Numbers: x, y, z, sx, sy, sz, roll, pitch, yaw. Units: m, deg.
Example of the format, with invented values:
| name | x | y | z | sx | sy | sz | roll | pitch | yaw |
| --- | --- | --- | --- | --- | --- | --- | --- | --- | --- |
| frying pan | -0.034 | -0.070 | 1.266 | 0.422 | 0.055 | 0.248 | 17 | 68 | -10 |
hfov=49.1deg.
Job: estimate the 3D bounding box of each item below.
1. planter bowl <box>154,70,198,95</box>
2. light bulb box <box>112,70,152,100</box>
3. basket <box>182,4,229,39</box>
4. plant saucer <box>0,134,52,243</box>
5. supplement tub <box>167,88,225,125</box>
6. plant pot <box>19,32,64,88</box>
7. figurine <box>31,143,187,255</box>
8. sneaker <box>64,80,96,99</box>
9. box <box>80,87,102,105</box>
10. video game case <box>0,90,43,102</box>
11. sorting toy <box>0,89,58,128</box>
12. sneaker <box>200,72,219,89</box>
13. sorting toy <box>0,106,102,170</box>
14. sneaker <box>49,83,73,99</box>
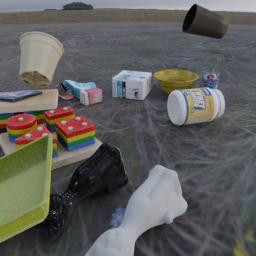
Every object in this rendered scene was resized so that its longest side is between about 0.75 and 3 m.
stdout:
| name | x | y | z | sx | sy | sz | roll | pitch | yaw |
| --- | --- | --- | --- | --- | --- | --- | --- | --- | --- |
| planter bowl | 2.571 | -2.383 | 15.160 | 2.351 | 0.979 | 2.351 | -1 | 27 | 0 |
| light bulb box | 0.228 | -2.312 | 14.920 | 1.694 | 1.057 | 1.679 | 8 | 28 | 16 |
| basket | 2.057 | -2.736 | 7.334 | 0.991 | 0.674 | 0.894 | 12 | -7 | -10 |
| plant saucer | -2.943 | 1.650 | 6.541 | 2.930 | 0.701 | 2.925 | -27 | 29 | 1 |
| supplement tub | 2.809 | -0.922 | 11.681 | 2.006 | 1.451 | 1.451 | -8 | 28 | -14 |
| plant pot | -3.625 | -2.635 | 11.349 | 1.811 | 1.811 | 1.657 | 1 | 66 | 3 |
| figurine | -0.480 | 1.902 | 6.618 | 2.928 | 1.261 | 2.857 | 19 | 40 | 32 |
| sneaker | -2.460 | -2.140 | 14.954 | 1.265 | 0.771 | 1.938 | -26 | 46 | -38 |
| box | -1.831 | -1.577 | 13.921 | 0.993 | 0.635 | 0.541 | -19 | 32 | -33 |
| video game case | -4.530 | -1.353 | 11.603 | 1.145 | 0.152 | 1.602 | 7 | 22 | 25 |
| sorting toy | -4.360 | -0.820 | 11.791 | 2.803 | 0.981 | 2.820 | -6 | 19 | -10 |
| sneaker | 3.936 | -2.040 | 14.003 | 1.150 | 1.385 | 2.900 | 7 | 27 | 14 |
| sorting toy | -2.821 | 0.220 | 9.880 | 2.933 | 1.027 | 2.951 | -17 | 31 | -30 |
| sneaker | -3.536 | -2.072 | 14.792 | 1.813 | 0.742 | 0.699 | 20 | 33 | 35 |
